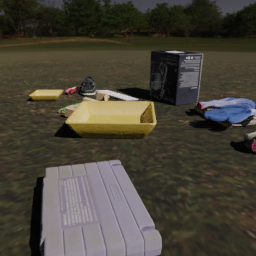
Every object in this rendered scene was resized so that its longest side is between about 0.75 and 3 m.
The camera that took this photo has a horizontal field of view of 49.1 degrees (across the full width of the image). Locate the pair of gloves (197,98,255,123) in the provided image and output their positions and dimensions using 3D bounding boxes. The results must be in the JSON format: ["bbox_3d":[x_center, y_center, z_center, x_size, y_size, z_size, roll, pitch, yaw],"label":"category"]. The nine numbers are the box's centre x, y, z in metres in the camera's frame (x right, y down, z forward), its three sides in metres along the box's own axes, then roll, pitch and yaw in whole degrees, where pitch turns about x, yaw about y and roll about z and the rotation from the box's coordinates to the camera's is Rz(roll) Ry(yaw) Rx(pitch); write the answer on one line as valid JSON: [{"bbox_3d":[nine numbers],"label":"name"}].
[{"bbox_3d":[3.820,-0.682,10.431,2.229,0.316,2.773,-4,19,5],"label":"pair of gloves"}]

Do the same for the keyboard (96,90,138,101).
[{"bbox_3d":[-0.643,-1.736,14.730,0.795,0.151,2.825,-14,24,-36],"label":"keyboard"}]

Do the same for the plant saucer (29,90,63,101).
[{"bbox_3d":[-4.079,-1.630,14.143,1.405,0.340,1.405,0,19,-1],"label":"plant saucer"}]

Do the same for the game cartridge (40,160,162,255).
[{"bbox_3d":[-0.698,1.442,5.251,1.796,0.532,2.771,-9,21,-12],"label":"game cartridge"}]

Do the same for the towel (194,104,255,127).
[{"bbox_3d":[3.962,-0.650,11.193,1.710,0.445,2.580,-5,20,-15],"label":"towel"}]

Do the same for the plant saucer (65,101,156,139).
[{"bbox_3d":[-0.473,-0.296,9.844,2.809,0.681,2.809,1,19,3],"label":"plant saucer"}]

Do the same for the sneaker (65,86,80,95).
[{"bbox_3d":[-3.050,-2.090,15.399,0.438,0.373,1.011,12,23,33],"label":"sneaker"}]

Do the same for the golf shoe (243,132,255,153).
[{"bbox_3d":[4.372,0.285,8.141,1.935,0.703,0.891,-1,19,-2],"label":"golf shoe"}]

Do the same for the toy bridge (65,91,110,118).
[{"bbox_3d":[-1.482,-1.009,12.134,1.007,0.408,2.997,16,25,18],"label":"toy bridge"}]

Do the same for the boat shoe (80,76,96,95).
[{"bbox_3d":[-2.199,-2.407,15.639,0.883,0.784,2.364,4,20,-1],"label":"boat shoe"}]

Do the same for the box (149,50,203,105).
[{"bbox_3d":[2.262,-2.540,13.719,1.459,2.314,2.354,-10,22,-27],"label":"box"}]

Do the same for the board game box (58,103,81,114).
[{"bbox_3d":[-2.336,-0.863,12.247,0.732,0.164,1.398,5,20,20],"label":"board game box"}]
